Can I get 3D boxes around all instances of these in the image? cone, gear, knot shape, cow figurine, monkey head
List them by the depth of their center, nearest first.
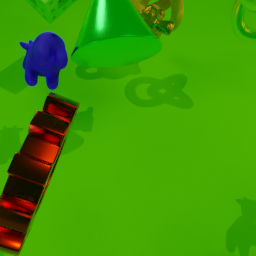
[{"bbox_3d":[-1.144,0.533,3.555,0.364,1.970,1.970,22,56,-10],"label":"gear"},{"bbox_3d":[-0.276,-1.882,4.486,1.450,1.450,1.456,-8,87,-5],"label":"cone"},{"bbox_3d":[-1.412,-1.225,4.671,0.663,1.208,1.188,7,57,-31],"label":"cow figurine"},{"bbox_3d":[0.482,-1.776,5.055,0.738,0.618,1.026,22,85,16],"label":"monkey head"},{"bbox_3d":[2.562,-2.760,5.598,1.716,1.834,0.847,14,9,-25],"label":"knot shape"},{"bbox_3d":[0.698,-3.193,6.707,1.829,1.955,0.903,8,64,-32],"label":"knot shape"}]

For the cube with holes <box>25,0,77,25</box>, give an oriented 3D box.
[{"bbox_3d":[-1.791,-3.188,6.232,0.993,0.993,0.993,44,81,-4],"label":"cube with holes"}]
